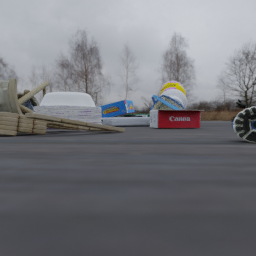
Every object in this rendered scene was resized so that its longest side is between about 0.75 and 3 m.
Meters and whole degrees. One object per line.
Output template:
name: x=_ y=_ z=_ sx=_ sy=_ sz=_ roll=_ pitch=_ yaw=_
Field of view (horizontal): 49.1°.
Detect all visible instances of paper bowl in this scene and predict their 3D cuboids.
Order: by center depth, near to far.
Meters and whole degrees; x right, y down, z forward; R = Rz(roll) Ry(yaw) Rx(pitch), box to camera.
paper bowl: x=-1.598 y=-0.454 z=7.496 sx=1.781 sy=0.926 sz=1.781 roll=-1 pitch=1 yaw=0

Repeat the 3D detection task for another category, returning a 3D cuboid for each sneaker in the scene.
sneaker: x=1.634 y=-0.082 z=2.850 sx=1.143 sy=0.449 sz=0.509 roll=0 pitch=4 yaw=9

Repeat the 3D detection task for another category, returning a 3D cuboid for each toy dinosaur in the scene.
toy dinosaur: x=5.493 y=-0.476 z=12.354 sx=1.494 sy=1.124 sz=2.201 roll=20 pitch=-4 yaw=41

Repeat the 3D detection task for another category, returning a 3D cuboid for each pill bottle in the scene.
pill bottle: x=1.626 y=-1.032 z=10.202 sx=1.002 sy=1.002 sz=1.922 roll=0 pitch=23 yaw=8

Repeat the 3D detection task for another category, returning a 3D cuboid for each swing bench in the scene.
swing bench: x=-4.779 y=-0.916 z=10.606 sx=2.719 sy=1.773 sz=2.733 roll=1 pitch=7 yaw=10

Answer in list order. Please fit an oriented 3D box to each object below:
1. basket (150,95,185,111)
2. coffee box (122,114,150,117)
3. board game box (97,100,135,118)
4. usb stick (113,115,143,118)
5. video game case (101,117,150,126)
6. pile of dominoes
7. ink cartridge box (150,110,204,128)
basket: x=1.214 y=-0.536 z=8.492 sx=1.039 sy=0.820 sz=1.179 roll=34 pitch=-11 yaw=18
coffee box: x=1.037 y=-0.461 z=14.304 sx=2.360 sy=0.519 sz=1.451 roll=-1 pitch=2 yaw=-26
board game box: x=-0.890 y=-0.712 z=12.393 sx=2.079 sy=0.581 sz=2.036 roll=-13 pitch=2 yaw=12
usb stick: x=-0.245 y=-0.381 z=13.266 sx=0.632 sy=0.372 sz=2.281 roll=-25 pitch=17 yaw=-41
video game case: x=0.142 y=-0.236 z=10.408 sx=2.829 sy=0.311 sz=2.579 roll=-2 pitch=2 yaw=-27
pile of dominoes: x=-1.235 y=0.040 z=4.552 sx=1.517 sy=0.310 sz=1.946 roll=1 pitch=-6 yaw=40
ink cartridge box: x=1.220 y=-0.228 z=7.088 sx=1.134 sy=0.475 sz=0.995 roll=0 pitch=2 yaw=-10
